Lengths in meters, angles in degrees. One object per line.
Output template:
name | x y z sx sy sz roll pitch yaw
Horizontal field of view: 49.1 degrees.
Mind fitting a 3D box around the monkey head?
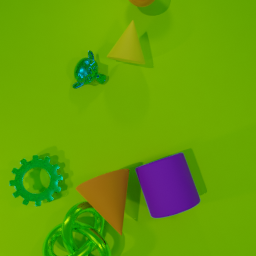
monkey head | -1.178 -1.695 8.633 0.773 0.923 1.283 29 95 45

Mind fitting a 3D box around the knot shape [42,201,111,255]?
knot shape | -1.428 3.046 7.542 1.792 0.885 1.915 -15 80 -3

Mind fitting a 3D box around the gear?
gear | -2.587 1.488 7.935 1.404 0.260 1.404 5 75 -18

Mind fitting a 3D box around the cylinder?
cylinder | 1.057 1.516 7.541 1.382 1.382 1.382 -18 82 -3

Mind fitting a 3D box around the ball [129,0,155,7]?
ball | 0.420 -4.225 8.454 1.053 1.053 1.053 0 79 0

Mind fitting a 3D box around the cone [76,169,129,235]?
cone | -0.424 2.055 7.342 1.508 1.508 1.513 -20 74 -4

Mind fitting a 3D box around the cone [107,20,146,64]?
cone | 0.045 -2.584 8.281 1.181 1.181 1.185 10 99 2
